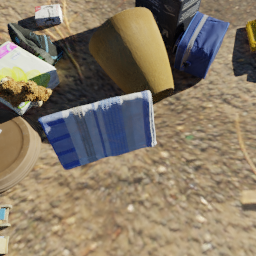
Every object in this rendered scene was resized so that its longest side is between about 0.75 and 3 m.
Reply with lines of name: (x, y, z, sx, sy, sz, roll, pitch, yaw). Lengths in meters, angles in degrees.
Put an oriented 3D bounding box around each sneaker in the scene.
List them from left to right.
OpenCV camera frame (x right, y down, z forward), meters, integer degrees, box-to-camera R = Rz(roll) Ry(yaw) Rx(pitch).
sneaker: (-3.405, -3.078, 10.212, 2.359, 0.864, 0.966, 41, 60, 9)

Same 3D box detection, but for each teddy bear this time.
teddy bear: (-2.309, -0.730, 6.103, 0.963, 1.329, 0.444, -29, 69, 12)

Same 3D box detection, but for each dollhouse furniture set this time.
dollhouse furniture set: (-3.662, 2.611, 7.268, 0.871, 0.876, 1.243, -4, 65, -2)

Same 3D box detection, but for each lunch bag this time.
lunch bag: (2.376, -2.797, 9.650, 1.389, 1.426, 2.099, 26, 68, 13)

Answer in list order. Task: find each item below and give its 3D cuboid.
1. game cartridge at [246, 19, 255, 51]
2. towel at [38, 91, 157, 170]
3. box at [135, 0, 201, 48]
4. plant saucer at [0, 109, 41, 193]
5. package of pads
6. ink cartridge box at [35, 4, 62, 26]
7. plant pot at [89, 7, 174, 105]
game cartridge: (5.303, -3.610, 10.259, 1.709, 0.277, 1.506, -10, 54, 22)
towel: (-0.447, 0.097, 5.182, 1.987, 1.459, 0.237, -14, 47, -5)
box: (1.379, -4.473, 10.079, 1.247, 2.123, 2.088, -39, 70, -18)
plant saucer: (-4.147, 0.591, 8.543, 2.885, 0.425, 2.885, 0, 63, 1)
package of pads: (-3.742, -1.723, 9.324, 2.428, 0.828, 1.876, 32, 61, 17)
ink cartridge box: (-3.128, -4.459, 11.045, 0.958, 0.397, 0.703, -8, 63, -3)
plant pot: (0.364, -2.024, 8.994, 2.356, 2.356, 2.528, -27, 79, -13)
